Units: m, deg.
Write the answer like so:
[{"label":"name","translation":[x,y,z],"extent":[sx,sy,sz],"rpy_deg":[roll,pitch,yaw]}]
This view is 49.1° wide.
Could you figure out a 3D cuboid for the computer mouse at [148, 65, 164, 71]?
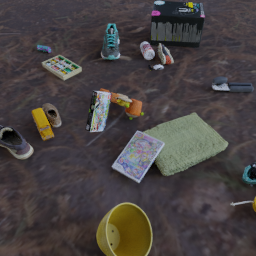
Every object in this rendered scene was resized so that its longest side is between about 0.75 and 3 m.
[{"label":"computer mouse","translation":[1.471,-3.184,14.591],"extent":[0.787,0.173,0.432],"rpy_deg":[-9,44,-9]}]

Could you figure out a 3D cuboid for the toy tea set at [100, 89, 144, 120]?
[{"label":"toy tea set","translation":[-0.410,-0.996,11.975],"extent":[1.366,0.850,2.298],"rpy_deg":[9,12,-40]}]

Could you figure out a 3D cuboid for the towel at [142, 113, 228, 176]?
[{"label":"towel","translation":[2.047,0.541,10.539],"extent":[2.961,0.540,2.197],"rpy_deg":[-21,49,-21]}]

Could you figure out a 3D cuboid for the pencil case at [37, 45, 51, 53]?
[{"label":"pencil case","translation":[-4.735,-4.457,15.781],"extent":[0.765,0.325,0.353],"rpy_deg":[13,30,14]}]

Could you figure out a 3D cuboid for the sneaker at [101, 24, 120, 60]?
[{"label":"sneaker","translation":[-0.983,-4.818,15.476],"extent":[1.076,1.265,2.774],"rpy_deg":[-3,45,-2]}]

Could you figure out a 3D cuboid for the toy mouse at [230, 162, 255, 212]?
[{"label":"toy mouse","translation":[4.785,1.889,9.139],"extent":[2.876,0.556,2.556],"rpy_deg":[11,46,11]}]

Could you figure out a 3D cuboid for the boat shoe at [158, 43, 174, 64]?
[{"label":"boat shoe","translation":[2.009,-4.017,15.151],"extent":[0.527,0.600,1.685],"rpy_deg":[-3,47,-9]}]

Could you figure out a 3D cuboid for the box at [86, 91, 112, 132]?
[{"label":"box","translation":[-0.987,-0.560,9.514],"extent":[0.236,1.359,0.748],"rpy_deg":[21,16,35]}]

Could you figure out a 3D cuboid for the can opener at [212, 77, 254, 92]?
[{"label":"can opener","translation":[4.894,-2.032,13.077],"extent":[1.923,0.643,0.513],"rpy_deg":[1,44,1]}]

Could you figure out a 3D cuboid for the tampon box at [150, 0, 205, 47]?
[{"label":"tampon box","translation":[2.826,-6.108,16.383],"extent":[2.908,1.836,2.179],"rpy_deg":[5,45,5]}]

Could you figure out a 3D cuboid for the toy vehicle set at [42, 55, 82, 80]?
[{"label":"toy vehicle set","translation":[-3.433,-3.163,14.518],"extent":[1.851,0.245,1.150],"rpy_deg":[33,53,29]}]

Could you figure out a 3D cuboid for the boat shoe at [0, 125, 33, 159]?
[{"label":"boat shoe","translation":[-4.578,0.307,10.582],"extent":[2.452,0.795,0.882],"rpy_deg":[29,51,26]}]

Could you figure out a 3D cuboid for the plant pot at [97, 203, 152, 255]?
[{"label":"plant pot","translation":[-0.250,2.891,7.594],"extent":[1.503,1.067,1.503],"rpy_deg":[20,55,-31]}]

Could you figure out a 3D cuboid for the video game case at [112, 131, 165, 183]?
[{"label":"video game case","translation":[0.360,0.970,9.901],"extent":[1.202,0.151,1.679],"rpy_deg":[25,69,31]}]

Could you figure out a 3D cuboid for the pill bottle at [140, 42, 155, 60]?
[{"label":"pill bottle","translation":[1.036,-4.262,15.377],"extent":[0.607,0.607,1.107],"rpy_deg":[-8,45,-8]}]

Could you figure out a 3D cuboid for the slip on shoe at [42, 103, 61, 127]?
[{"label":"slip on shoe","translation":[-3.236,-0.647,11.799],"extent":[0.572,0.456,1.504],"rpy_deg":[-19,47,-18]}]

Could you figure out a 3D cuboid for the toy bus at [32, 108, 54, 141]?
[{"label":"toy bus","translation":[-3.417,-0.149,11.216],"extent":[0.466,0.560,1.431],"rpy_deg":[-21,48,-20]}]
